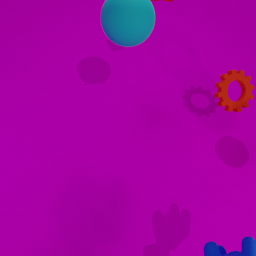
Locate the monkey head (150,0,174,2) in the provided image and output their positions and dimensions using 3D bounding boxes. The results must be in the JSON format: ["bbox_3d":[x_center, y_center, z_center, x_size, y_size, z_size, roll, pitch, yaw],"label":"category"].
[{"bbox_3d":[0.596,-3.316,6.856,1.067,0.767,0.643,38,52,1],"label":"monkey head"}]

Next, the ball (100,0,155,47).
[{"bbox_3d":[-0.005,-2.262,5.789,1.124,1.124,1.124,0,64,0],"label":"ball"}]

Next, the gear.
[{"bbox_3d":[2.854,-0.991,7.519,1.118,0.207,1.118,-2,96,-16],"label":"gear"}]

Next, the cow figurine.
[{"bbox_3d":[1.767,2.779,4.882,1.524,0.837,1.500,-21,50,28],"label":"cow figurine"}]
